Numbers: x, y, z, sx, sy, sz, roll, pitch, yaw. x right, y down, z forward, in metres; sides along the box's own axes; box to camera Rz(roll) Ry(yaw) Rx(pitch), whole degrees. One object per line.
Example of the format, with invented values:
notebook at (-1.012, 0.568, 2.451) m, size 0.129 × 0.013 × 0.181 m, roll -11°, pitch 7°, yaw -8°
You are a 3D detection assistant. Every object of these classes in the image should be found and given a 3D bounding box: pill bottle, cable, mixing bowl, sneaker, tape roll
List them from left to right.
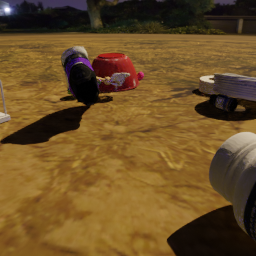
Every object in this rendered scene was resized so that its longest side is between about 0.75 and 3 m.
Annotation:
sneaker at (-1.442, -1.264, 9.303) m, size 1.015 × 1.452 × 2.919 m, roll -23°, pitch -19°, yaw -5°
mixing bowl at (-0.748, -2.802, 13.485) m, size 2.643 × 1.431 × 2.643 m, roll 0°, pitch 24°, yaw 0°
tape roll at (4.012, -1.951, 12.664) m, size 1.555 × 0.544 × 1.555 m, roll 0°, pitch 22°, yaw 0°
pill bottle at (3.473, -0.948, 10.259) m, size 0.530 × 0.530 × 0.947 m, roll -15°, pitch 27°, yaw -31°
cable at (4.444, -1.532, 10.664) m, size 2.410 × 0.834 × 2.410 m, roll 19°, pitch 16°, yaw 35°
pill bottle at (2.535, 1.143, 3.737) m, size 1.666 × 1.666 × 3.000 m, roll -10°, pitch 24°, yaw -23°

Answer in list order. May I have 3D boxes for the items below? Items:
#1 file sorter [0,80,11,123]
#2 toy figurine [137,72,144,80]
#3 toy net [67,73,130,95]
file sorter at (-5.357, -0.937, 8.951) m, size 2.457 × 1.530 × 1.705 m, roll 13°, pitch 26°, yaw 31°
toy figurine at (0.465, -2.816, 14.932) m, size 0.843 × 0.688 × 0.916 m, roll 22°, pitch 3°, yaw 15°
toy net at (-1.191, -1.819, 11.929) m, size 2.694 × 0.520 × 1.413 m, roll -8°, pitch -5°, yaw 10°
